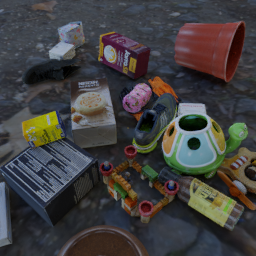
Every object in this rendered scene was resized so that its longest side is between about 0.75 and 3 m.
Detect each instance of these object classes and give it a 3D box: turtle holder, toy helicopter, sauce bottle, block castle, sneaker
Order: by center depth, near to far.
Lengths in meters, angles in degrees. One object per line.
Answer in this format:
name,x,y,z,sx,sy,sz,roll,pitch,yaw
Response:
sauce bottle,2.106,2.029,8.444,2.586,0.837,0.837,28,52,24
block castle,0.283,1.638,8.666,1.500,1.053,2.245,-32,54,-27
turtle holder,2.362,0.503,9.054,2.530,1.797,1.923,15,49,26
toy helicopter,3.371,1.403,9.124,2.926,1.154,1.935,13,55,27
sneaker,1.058,-0.377,10.343,1.030,1.128,2.788,19,57,19
sneaker,-3.490,-2.614,12.982,1.346,0.775,2.581,25,48,29

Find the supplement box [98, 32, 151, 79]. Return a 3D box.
supplement box,-0.207,-3.489,13.334,2.390,1.319,1.024,33,44,27

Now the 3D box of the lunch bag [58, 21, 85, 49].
lunch bag,-2.951,-4.945,15.000,0.862,1.149,1.355,33,57,30

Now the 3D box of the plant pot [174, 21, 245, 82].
plant pot,3.712,-3.707,13.006,2.571,2.644,2.644,19,48,28

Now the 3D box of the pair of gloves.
pair of gloves,0.944,-1.251,12.012,2.429,0.300,2.164,-21,52,-17

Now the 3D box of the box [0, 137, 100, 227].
box,-2.342,1.453,8.667,2.099,1.294,2.082,31,53,26

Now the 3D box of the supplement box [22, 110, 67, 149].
supplement box,-2.567,0.043,8.629,1.156,0.629,0.633,-20,46,-8

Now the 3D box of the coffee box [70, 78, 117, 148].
coffee box,-1.402,-0.646,10.847,1.574,1.097,2.752,-8,46,-7

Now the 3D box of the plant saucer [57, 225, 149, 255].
plant saucer,-0.682,3.677,7.118,2.690,0.463,2.690,0,47,1

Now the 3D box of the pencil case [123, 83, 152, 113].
pencil case,0.376,-1.179,10.809,0.743,0.711,1.718,-7,22,22

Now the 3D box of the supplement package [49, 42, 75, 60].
supplement package,-3.336,-3.794,14.249,0.846,0.602,1.086,17,47,15

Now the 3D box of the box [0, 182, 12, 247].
box,-4.680,2.732,7.999,2.435,0.501,1.898,-14,47,-12

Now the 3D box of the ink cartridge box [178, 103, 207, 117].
ink cartridge box,2.499,-0.287,10.851,1.018,0.588,1.395,3,46,4
